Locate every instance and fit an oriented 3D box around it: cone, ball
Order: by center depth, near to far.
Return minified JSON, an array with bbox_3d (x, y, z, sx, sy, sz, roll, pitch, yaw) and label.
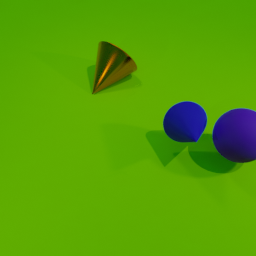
[{"bbox_3d":[1.507,0.079,6.782,1.158,1.158,1.162,-2,23,-1],"label":"cone"},{"bbox_3d":[2.781,0.185,6.905,1.348,1.348,1.348,0,47,0],"label":"ball"},{"bbox_3d":[-0.755,-1.751,9.321,1.559,1.559,1.565,29,80,24],"label":"cone"}]
